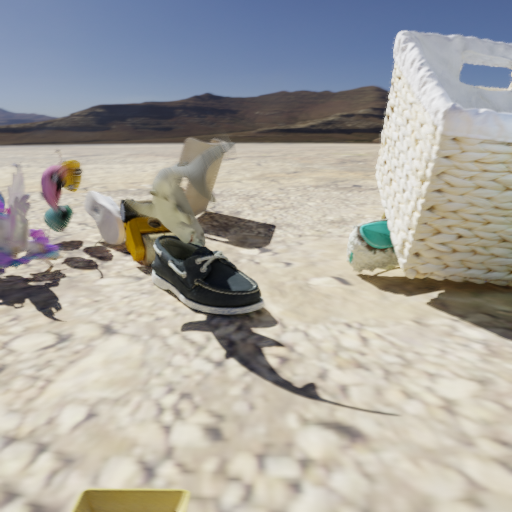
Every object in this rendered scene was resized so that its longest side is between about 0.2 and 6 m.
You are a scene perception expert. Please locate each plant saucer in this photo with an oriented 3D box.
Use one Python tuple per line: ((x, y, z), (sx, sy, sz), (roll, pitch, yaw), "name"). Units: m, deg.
((-0.666, 1.420, 2.812), (0.602, 0.146, 0.602), (0, 13, 1), "plant saucer")

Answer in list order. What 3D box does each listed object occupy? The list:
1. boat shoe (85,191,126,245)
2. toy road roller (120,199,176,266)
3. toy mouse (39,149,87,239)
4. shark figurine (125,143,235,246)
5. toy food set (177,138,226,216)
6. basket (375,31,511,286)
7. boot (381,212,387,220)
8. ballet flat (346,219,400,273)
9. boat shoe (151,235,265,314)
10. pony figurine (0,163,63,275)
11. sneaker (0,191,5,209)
((-2.546, -0.660, 9.883), (0.524, 0.550, 1.528), (5, 22, -40), "boat shoe")
((-1.650, -0.261, 8.723), (0.788, 0.936, 1.283), (-7, 52, -25), "toy road roller")
((-3.454, -0.994, 9.636), (0.354, 1.625, 1.828), (12, -27, -2), "toy mouse")
((-0.875, -0.849, 6.455), (1.077, 0.752, 1.802), (28, -26, -1), "shark figurine")
((-1.326, -1.733, 12.035), (0.683, 1.623, 2.262), (20, 14, 3), "toy food set")
((3.099, -1.282, 7.158), (2.782, 2.258, 2.807), (5, 38, -3), "basket")
((3.253, -0.399, 9.126), (1.776, 0.671, 2.028), (-4, 15, -15), "boot")
((2.306, -0.206, 8.050), (2.382, 0.855, 0.855), (-7, 15, -20), "ballet flat")
((-0.675, 0.187, 6.783), (0.783, 0.625, 2.071), (-12, 19, -41), "boat shoe")
((-3.462, -0.360, 7.580), (1.529, 1.476, 1.273), (-6, 39, -20), "pony figurine")
((-4.784, -0.468, 8.773), (1.356, 1.333, 3.522), (22, 13, -4), "sneaker")
